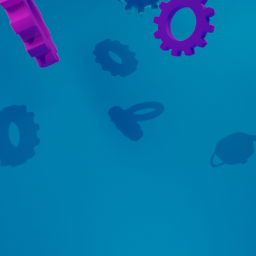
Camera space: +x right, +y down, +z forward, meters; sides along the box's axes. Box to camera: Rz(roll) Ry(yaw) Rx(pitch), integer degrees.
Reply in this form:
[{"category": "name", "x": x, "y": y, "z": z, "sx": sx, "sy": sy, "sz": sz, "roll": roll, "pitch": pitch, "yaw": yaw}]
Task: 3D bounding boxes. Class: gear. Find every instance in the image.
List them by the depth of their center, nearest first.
[{"category": "gear", "x": -1.986, "y": -2.178, "z": 5.571, "sx": 0.362, "sy": 1.956, "sz": 1.956, "roll": -24, "pitch": 68, "yaw": -1}, {"category": "gear", "x": 1.182, "y": -2.242, "z": 6.053, "sx": 1.342, "sy": 1.342, "sz": 0.248, "roll": 47, "pitch": 34, "yaw": 18}, {"category": "gear", "x": 0.495, "y": -3.935, "z": 7.721, "sx": 1.684, "sy": 0.311, "sz": 1.684, "roll": 0, "pitch": 89, "yaw": 22}]
